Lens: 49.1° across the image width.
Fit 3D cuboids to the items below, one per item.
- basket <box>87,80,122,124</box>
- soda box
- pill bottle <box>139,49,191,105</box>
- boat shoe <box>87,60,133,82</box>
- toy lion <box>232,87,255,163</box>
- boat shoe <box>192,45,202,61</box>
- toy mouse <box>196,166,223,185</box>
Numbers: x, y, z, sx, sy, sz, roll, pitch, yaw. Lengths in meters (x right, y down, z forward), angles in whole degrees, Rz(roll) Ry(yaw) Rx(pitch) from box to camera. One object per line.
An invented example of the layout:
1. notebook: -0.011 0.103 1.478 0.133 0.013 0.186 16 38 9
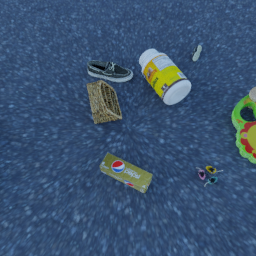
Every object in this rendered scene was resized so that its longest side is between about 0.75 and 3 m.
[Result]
1. basket: -0.909 -1.085 10.766 1.131 1.084 1.519 -11 61 -5
2. soda box: -0.066 1.531 9.558 1.741 0.557 0.590 25 64 13
3. pill bottle: 1.402 -2.124 11.271 1.250 1.250 2.288 -26 63 -14
4. boat shoe: -0.769 -2.434 11.805 1.971 0.627 0.697 8 60 5
5. toy lion: 4.903 0.045 10.369 2.434 0.872 2.539 -39 67 -12
6. boat shoe: 3.032 -3.332 12.575 0.290 0.308 0.859 3 60 45
7. toy mouse: 2.741 1.697 9.684 0.910 0.176 0.809 18 61 10
